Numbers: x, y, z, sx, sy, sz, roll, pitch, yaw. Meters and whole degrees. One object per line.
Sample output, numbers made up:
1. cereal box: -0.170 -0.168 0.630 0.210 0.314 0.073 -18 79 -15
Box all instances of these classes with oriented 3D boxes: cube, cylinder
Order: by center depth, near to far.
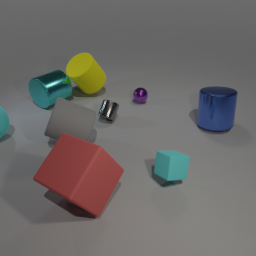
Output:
1. cube: -1.218 1.191 7.206 1.400 1.400 1.400 16 67 34
2. cube: 1.269 1.078 8.170 0.700 0.700 0.700 2 9 -30
3. cylinder: -2.001 -0.175 9.723 1.400 1.400 1.400 20 28 -15
4. cylinder: 3.455 -0.784 10.918 1.400 1.400 1.400 -2 22 1
5. cylinder: -0.790 -0.725 11.440 0.700 0.700 0.700 19 -5 2
6. cylinder: -3.510 -1.781 12.716 1.400 1.400 1.400 22 38 31
7. cylinder: -1.951 -2.558 13.182 1.400 1.400 1.400 -12 58 21

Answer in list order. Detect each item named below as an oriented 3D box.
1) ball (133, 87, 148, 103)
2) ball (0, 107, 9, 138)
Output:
1. ball: 0.576 -1.519 12.909 0.700 0.700 0.700 0 32 0
2. ball: -5.074 -0.211 10.183 1.400 1.400 1.400 0 32 0
